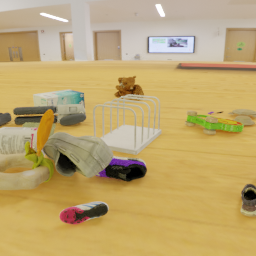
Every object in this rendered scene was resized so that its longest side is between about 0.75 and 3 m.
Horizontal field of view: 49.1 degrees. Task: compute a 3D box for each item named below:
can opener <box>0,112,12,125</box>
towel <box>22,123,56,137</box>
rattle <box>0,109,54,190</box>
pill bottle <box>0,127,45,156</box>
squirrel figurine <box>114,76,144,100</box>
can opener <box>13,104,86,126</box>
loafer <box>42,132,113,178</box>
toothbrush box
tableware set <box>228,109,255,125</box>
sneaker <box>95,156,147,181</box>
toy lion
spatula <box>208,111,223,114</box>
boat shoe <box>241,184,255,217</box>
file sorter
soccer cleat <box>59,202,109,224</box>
[{"bbox_3d":[-5.281,-0.316,10.150,0.661,0.828,2.477,-1,16,17],"label":"can opener"},{"bbox_3d":[-3.101,0.136,9.594,1.172,0.288,1.580,1,17,-12],"label":"towel"},{"bbox_3d":[-2.972,0.464,6.368,2.443,1.746,1.591,10,32,13],"label":"rattle"},{"bbox_3d":[-3.127,0.413,7.788,1.549,0.878,0.878,2,17,4],"label":"pill bottle"},{"bbox_3d":[0.189,-2.268,15.447,1.698,1.202,1.585,24,-20,-11],"label":"squirrel figurine"},{"bbox_3d":[-3.038,-0.484,10.882,2.814,0.751,0.941,-3,14,-6],"label":"can opener"},{"bbox_3d":[-1.456,0.673,6.779,2.658,0.929,0.928,-3,41,51],"label":"loafer"},{"bbox_3d":[-3.234,-1.237,13.194,1.953,0.833,1.430,-17,23,-39],"label":"toothbrush box"},{"bbox_3d":[5.385,-0.378,11.340,2.660,0.309,2.222,8,18,28],"label":"tableware set"},{"bbox_3d":[-0.205,0.991,6.599,1.371,0.477,0.682,-2,18,-6],"label":"sneaker"},{"bbox_3d":[3.290,-0.198,10.472,1.706,0.611,1.779,-1,15,-27],"label":"toy lion"},{"bbox_3d":[4.000,-0.707,12.731,0.820,0.084,0.232,-4,12,-21],"label":"spatula"},{"bbox_3d":[2.469,1.360,5.613,0.394,0.355,1.095,9,19,27],"label":"boat shoe"},{"bbox_3d":[0.038,-0.239,9.089,1.526,1.369,2.198,8,19,24],"label":"file sorter"},{"bbox_3d":[-0.808,1.562,5.179,0.901,0.315,0.389,-6,-3,-14],"label":"soccer cleat"}]
